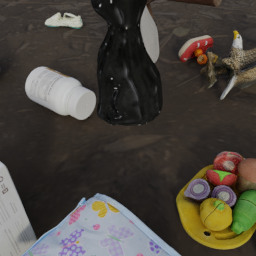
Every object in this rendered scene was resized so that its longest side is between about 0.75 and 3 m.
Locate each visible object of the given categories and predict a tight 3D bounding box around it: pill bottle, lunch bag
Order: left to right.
[{"bbox_3d":[-1.865,-0.958,7.857,1.873,1.071,1.071,25,47,27],"label":"pill bottle"},{"bbox_3d":[-0.357,2.213,3.927,2.212,1.406,1.876,36,53,22],"label":"lunch bag"}]

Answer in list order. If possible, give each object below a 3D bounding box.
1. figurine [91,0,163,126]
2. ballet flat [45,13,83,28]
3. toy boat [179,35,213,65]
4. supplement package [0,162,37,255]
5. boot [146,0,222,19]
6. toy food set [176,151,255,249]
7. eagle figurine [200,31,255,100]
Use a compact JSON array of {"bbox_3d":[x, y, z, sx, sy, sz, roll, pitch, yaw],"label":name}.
[{"bbox_3d":[0.021,-1.869,4.727,1.155,2.619,2.684,0,46,4],"label":"figurine"},{"bbox_3d":[-2.988,-5.051,13.034,1.866,0.669,0.669,8,41,10],"label":"ballet flat"},{"bbox_3d":[2.571,-2.735,10.268,1.408,0.919,0.920,-21,74,-23],"label":"toy boat"},{"bbox_3d":[-3.281,1.569,4.072,2.095,2.111,2.781,27,47,28],"label":"supplement package"},{"bbox_3d":[0.946,-2.745,5.949,2.609,2.431,0.838,16,86,29],"label":"boot"},{"bbox_3d":[2.078,1.107,5.597,1.541,0.855,2.619,31,49,31],"label":"toy food set"},{"bbox_3d":[3.637,-2.081,8.500,2.561,1.933,1.943,-6,30,5],"label":"eagle figurine"}]
